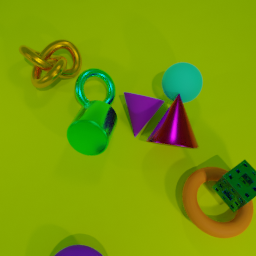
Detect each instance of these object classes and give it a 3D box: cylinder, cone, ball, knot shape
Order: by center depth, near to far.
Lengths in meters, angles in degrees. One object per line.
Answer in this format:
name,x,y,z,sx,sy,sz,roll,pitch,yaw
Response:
cone,1.215,-0.221,7.121,1.350,1.350,1.355,8,87,4
cylinder,-0.889,-0.013,7.176,1.066,1.066,1.066,12,35,5
ball,1.469,-1.228,7.619,1.091,1.091,1.091,0,66,0
cone,0.321,-0.304,7.775,1.154,1.154,1.158,13,95,6
knot shape,-2.277,-1.835,8.149,1.821,0.842,1.704,4,48,-9

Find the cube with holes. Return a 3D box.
cube with holes,2.578,1.345,6.486,0.741,0.741,0.741,-29,65,-22

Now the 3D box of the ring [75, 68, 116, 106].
ring,-0.913,-1.084,7.980,1.245,0.249,1.245,1,88,-30

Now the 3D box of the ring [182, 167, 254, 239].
ring,2.191,1.769,6.838,1.756,0.351,1.756,4,57,-6

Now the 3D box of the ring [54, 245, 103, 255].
ring,-1.069,3.432,5.981,1.750,0.350,1.750,-5,75,17
